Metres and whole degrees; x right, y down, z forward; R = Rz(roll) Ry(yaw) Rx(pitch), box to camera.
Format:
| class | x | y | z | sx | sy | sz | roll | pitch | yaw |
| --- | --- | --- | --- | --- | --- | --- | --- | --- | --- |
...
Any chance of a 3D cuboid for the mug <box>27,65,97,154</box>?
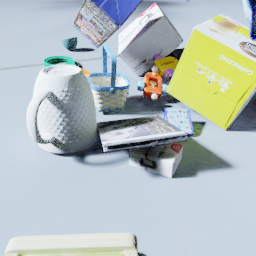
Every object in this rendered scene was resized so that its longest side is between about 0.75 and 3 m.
| class | x | y | z | sx | sy | sz | roll | pitch | yaw |
| --- | --- | --- | --- | --- | --- | --- | --- | --- | --- |
| mug | -1.526 | -0.396 | 6.173 | 1.423 | 1.689 | 1.927 | 11 | 29 | 17 |

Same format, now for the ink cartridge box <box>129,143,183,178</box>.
| class | x | y | z | sx | sy | sz | roll | pitch | yaw |
| --- | --- | --- | --- | --- | --- | --- | --- | --- | --- |
| ink cartridge box | 0.588 | 0.570 | 5.942 | 0.968 | 0.408 | 0.700 | 15 | 34 | 22 |

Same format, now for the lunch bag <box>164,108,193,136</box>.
| class | x | y | z | sx | sy | sz | roll | pitch | yaw |
| --- | --- | --- | --- | --- | --- | --- | --- | --- | --- |
| lunch bag | 1.279 | -0.090 | 7.109 | 0.649 | 0.405 | 0.862 | 2 | 41 | -1 |

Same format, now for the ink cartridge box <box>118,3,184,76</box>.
| class | x | y | z | sx | sy | sz | roll | pitch | yaw |
| --- | --- | --- | --- | --- | --- | --- | --- | --- | --- |
| ink cartridge box | 0.759 | -3.526 | 10.936 | 2.093 | 1.201 | 2.882 | -36 | 26 | 19 |

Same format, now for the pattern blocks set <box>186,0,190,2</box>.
| class | x | y | z | sx | sy | sz | roll | pitch | yaw |
| --- | --- | --- | --- | --- | --- | --- | --- | --- | --- |
| pattern blocks set | 1.567 | -3.948 | 7.923 | 0.699 | 0.796 | 0.064 | -32 | -3 | 12 |

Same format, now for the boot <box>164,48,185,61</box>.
| class | x | y | z | sx | sy | sz | roll | pitch | yaw |
| --- | --- | --- | --- | --- | --- | --- | --- | --- | --- |
| boot | 2.118 | -2.712 | 10.890 | 1.537 | 0.815 | 2.335 | -11 | 35 | -14 |

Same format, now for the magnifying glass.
| class | x | y | z | sx | sy | sz | roll | pitch | yaw |
| --- | --- | --- | --- | --- | --- | --- | --- | --- | --- |
| magnifying glass | -2.248 | -2.312 | 10.796 | 1.153 | 0.325 | 2.898 | -25 | 38 | -35 |

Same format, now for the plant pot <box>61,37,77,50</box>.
| class | x | y | z | sx | sy | sz | roll | pitch | yaw |
| --- | --- | --- | --- | --- | --- | --- | --- | --- | --- |
| plant pot | -2.688 | -3.916 | 13.080 | 0.757 | 0.510 | 0.757 | -11 | 18 | 4 |

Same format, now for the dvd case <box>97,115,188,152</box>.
| class | x | y | z | sx | sy | sz | roll | pitch | yaw |
| --- | --- | --- | --- | --- | --- | --- | --- | --- | --- |
| dvd case | 0.176 | 0.044 | 6.325 | 1.645 | 0.177 | 2.213 | -7 | 14 | -8 |

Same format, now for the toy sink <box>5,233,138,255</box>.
| class | x | y | z | sx | sy | sz | roll | pitch | yaw |
| --- | --- | --- | --- | --- | --- | --- | --- | --- | --- |
| toy sink | -0.579 | 1.923 | 2.942 | 1.440 | 1.237 | 2.209 | 0 | 32 | -1 |

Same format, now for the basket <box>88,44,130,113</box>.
| class | x | y | z | sx | sy | sz | roll | pitch | yaw |
| --- | --- | --- | --- | --- | --- | --- | --- | --- | --- |
| basket | -0.551 | -1.394 | 7.931 | 1.163 | 1.672 | 1.474 | -7 | 32 | -9 |

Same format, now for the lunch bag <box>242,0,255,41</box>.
| class | x | y | z | sx | sy | sz | roll | pitch | yaw |
| --- | --- | --- | --- | --- | --- | --- | --- | --- | --- |
| lunch bag | 3.206 | -2.710 | 5.001 | 2.200 | 1.402 | 1.870 | -10 | 46 | 23 |

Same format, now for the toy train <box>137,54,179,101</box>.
| class | x | y | z | sx | sy | sz | roll | pitch | yaw |
| --- | --- | --- | --- | --- | --- | --- | --- | --- | --- |
| toy train | 1.546 | -1.412 | 8.986 | 2.652 | 0.737 | 1.992 | 5 | 55 | -9 |

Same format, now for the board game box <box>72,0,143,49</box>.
| class | x | y | z | sx | sy | sz | roll | pitch | yaw |
| --- | --- | --- | --- | --- | --- | --- | --- | --- | --- |
| board game box | -0.489 | -3.673 | 8.339 | 1.874 | 1.139 | 2.351 | -53 | 17 | -10 |

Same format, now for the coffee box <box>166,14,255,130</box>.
| class | x | y | z | sx | sy | sz | roll | pitch | yaw |
| --- | --- | --- | --- | --- | --- | --- | --- | --- | --- |
| coffee box | 2.534 | -1.525 | 7.405 | 1.942 | 1.945 | 1.923 | 36 | 44 | 17 |
